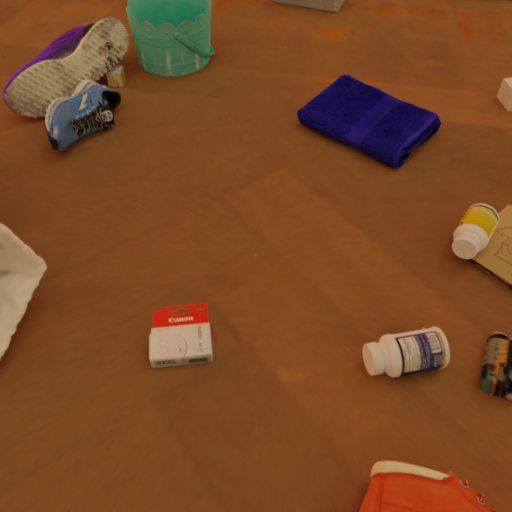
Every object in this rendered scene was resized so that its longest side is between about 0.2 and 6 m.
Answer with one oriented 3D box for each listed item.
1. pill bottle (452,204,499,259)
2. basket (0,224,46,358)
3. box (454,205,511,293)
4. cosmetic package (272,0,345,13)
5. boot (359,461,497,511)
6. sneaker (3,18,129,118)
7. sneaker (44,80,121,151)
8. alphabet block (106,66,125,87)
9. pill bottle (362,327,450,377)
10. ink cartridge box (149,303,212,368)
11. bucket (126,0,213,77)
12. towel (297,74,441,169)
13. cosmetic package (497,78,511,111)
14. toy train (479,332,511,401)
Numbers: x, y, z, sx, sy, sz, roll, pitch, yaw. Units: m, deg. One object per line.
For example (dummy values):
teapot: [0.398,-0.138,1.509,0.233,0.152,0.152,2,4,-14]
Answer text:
pill bottle: [3.154,-0.343,8.110,0.482,0.482,0.866,25,49,21]
basket: [-3.914,0.397,6.381,1.628,2.007,2.025,12,67,18]
box: [3.885,-0.095,8.317,1.497,0.159,1.223,-34,55,-27]
cosmetic package: [1.364,-6.797,14.102,1.797,0.811,0.960,16,53,11]
boot: [2.181,2.716,5.242,2.507,0.941,1.344,11,43,12]
sneaker: [-3.935,-3.741,11.233,1.413,0.988,2.842,19,56,41]
sneaker: [-3.109,-2.585,10.212,0.874,0.770,1.961,11,48,14]
alphabet block: [-2.895,-3.703,11.542,0.314,0.322,0.316,3,48,2]
pill bottle: [1.819,1.194,6.866,0.946,0.525,0.525,-8,48,-8]
ink cartridge box: [-0.989,0.973,7.287,0.777,0.273,0.956,-5,52,-5]
bucket: [-1.790,-4.772,11.924,1.877,1.221,1.877,0,48,0]
towel: [2.085,-2.571,10.331,2.242,0.555,1.656,31,53,25]
cosmetic package: [5.083,-3.171,10.971,0.434,0.434,0.527,-5,48,-6]
toy train: [3.054,1.325,6.854,0.528,0.395,0.926,11,50,22]
